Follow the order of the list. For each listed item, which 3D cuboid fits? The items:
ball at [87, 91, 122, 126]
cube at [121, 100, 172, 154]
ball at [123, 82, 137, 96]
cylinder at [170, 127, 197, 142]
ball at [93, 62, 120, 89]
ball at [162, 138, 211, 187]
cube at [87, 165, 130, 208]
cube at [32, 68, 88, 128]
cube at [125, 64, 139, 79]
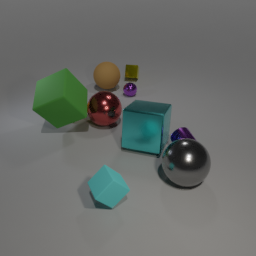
[{"bbox_3d":[-0.941,-0.773,11.201,1.400,1.400,1.400,0,30,0],"label":"ball"},{"bbox_3d":[0.670,-0.090,9.813,1.400,1.400,1.400,9,21,17],"label":"cube"},{"bbox_3d":[0.107,-1.928,14.011,0.700,0.700,0.700,0,30,0],"label":"ball"},{"bbox_3d":[1.869,0.450,9.300,0.700,0.700,0.700,-11,47,-19],"label":"cylinder"},{"bbox_3d":[-1.089,-2.713,14.465,1.400,1.400,1.400,0,30,0],"label":"ball"},{"bbox_3d":[1.688,0.998,8.159,1.400,1.400,1.400,0,30,0],"label":"ball"},{"bbox_3d":[-0.516,1.544,7.415,0.700,0.700,0.700,-47,38,5],"label":"cube"},{"bbox_3d":[-2.464,-1.069,10.396,1.400,1.400,1.400,-19,53,20],"label":"cube"},{"bbox_3d":[0.237,-3.189,15.935,0.700,0.700,0.700,5,3,9],"label":"cube"}]
